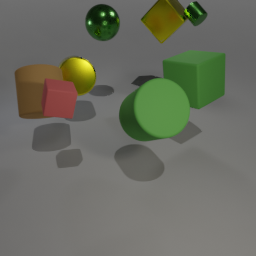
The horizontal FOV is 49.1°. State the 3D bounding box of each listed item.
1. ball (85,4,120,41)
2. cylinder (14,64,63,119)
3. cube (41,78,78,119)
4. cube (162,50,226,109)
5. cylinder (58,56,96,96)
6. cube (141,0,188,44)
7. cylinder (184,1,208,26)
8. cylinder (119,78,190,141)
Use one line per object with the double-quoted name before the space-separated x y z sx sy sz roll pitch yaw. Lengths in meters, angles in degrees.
"ball" -1.015 -4.204 11.213 1.400 1.400 1.400 0 30 0
"cylinder" -2.667 -1.070 8.590 1.400 1.400 1.400 -7 -4 -1
"cube" -1.686 -0.718 6.819 0.700 0.700 0.700 5 29 -24
"cube" 2.121 -1.599 8.983 1.400 1.400 1.400 -27 32 -32
"cylinder" -1.999 -2.028 10.742 1.400 1.400 1.400 -7 17 -13
"cube" 1.670 -4.831 12.312 1.400 1.400 1.400 47 36 -7
"cylinder" 2.786 -4.698 11.533 0.700 0.700 0.700 -25 74 -36
"cylinder" 0.610 -0.394 7.030 1.400 1.400 1.400 -10 -3 -17
